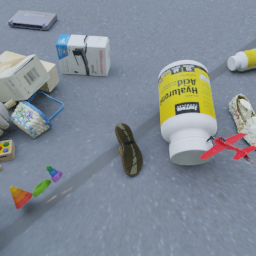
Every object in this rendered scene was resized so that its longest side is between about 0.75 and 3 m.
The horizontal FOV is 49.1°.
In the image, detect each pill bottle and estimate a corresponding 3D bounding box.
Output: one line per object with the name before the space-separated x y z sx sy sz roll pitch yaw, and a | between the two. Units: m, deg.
pill bottle | 4.792 -2.730 11.318 1.388 0.777 0.777 -14 49 -12
pill bottle | 1.789 -0.445 8.495 1.635 1.635 2.938 0 62 0

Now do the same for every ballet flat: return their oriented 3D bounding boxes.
ballet flat | 3.909 -0.277 9.135 0.834 0.705 2.205 -8 49 -8

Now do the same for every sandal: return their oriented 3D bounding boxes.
sandal | -0.048 0.658 8.385 0.682 0.455 1.668 -9 66 -28

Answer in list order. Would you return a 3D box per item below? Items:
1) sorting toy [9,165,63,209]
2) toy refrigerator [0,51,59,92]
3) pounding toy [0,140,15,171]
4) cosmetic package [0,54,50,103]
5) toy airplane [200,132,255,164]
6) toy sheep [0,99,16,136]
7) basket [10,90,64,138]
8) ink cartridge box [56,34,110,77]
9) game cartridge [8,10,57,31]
sorting toy | -2.375 1.395 6.980 1.572 0.542 0.545 -35 16 15
toy refrigerator | -3.726 -2.133 10.444 2.195 0.833 0.768 17 50 15
pounding toy | -3.823 0.822 8.334 0.757 0.394 0.862 -9 48 -9
cosmetic package | -4.092 -1.602 9.523 2.594 0.922 1.364 -2 41 33
toy airplane | 2.493 0.475 6.881 1.430 0.263 1.430 -13 31 8
toy sheep | -4.485 -0.241 8.555 2.289 1.578 1.578 -37 56 -10
basket | -2.938 -0.492 9.116 1.267 1.000 1.437 27 63 24
ink cartridge box | -1.712 -2.840 11.017 1.903 1.376 0.801 4 48 4
game cartridge | -4.752 -5.424 14.088 2.081 0.399 1.349 9 44 8
